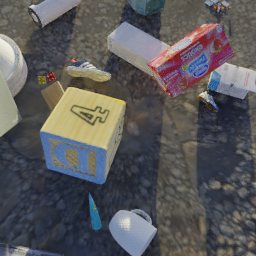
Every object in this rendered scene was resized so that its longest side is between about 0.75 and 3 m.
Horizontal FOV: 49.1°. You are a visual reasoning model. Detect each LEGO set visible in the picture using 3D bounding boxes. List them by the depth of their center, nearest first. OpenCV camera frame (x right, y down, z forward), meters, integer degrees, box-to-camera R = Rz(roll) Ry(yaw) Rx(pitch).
[{"bbox_3d":[4.172,-5.677,12.759,0.796,0.261,1.065,-32,67,-12],"label":"LEGO set"}]

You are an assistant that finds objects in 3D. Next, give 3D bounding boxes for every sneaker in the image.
[{"bbox_3d":[3.020,-0.989,10.238,0.401,0.343,0.910,-36,68,-17],"label":"sneaker"},{"bbox_3d":[-1.446,-2.317,10.754,1.746,0.655,0.738,13,67,7],"label":"sneaker"}]

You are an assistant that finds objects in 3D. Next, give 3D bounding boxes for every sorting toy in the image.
[{"bbox_3d":[-2.624,-1.221,10.087,0.783,0.275,1.625,-26,97,18],"label":"sorting toy"}]

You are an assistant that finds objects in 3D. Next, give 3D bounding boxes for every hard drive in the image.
[{"bbox_3d":[-4.294,-1.067,8.717,0.411,2.500,1.745,-14,19,9],"label":"hard drive"}]

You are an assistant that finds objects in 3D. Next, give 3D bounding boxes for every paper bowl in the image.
[{"bbox_3d":[-5.404,-2.319,10.261,3.004,1.562,3.004,0,61,1],"label":"paper bowl"}]

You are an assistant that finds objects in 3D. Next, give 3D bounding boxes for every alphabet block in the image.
[{"bbox_3d":[-1.277,0.229,8.499,1.910,1.900,1.945,16,49,5],"label":"alphabet block"}]

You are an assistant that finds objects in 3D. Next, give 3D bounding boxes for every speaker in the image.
[{"bbox_3d":[-3.129,-5.370,12.218,2.290,0.930,0.930,-41,70,-19],"label":"speaker"}]

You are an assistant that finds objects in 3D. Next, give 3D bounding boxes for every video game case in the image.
[{"bbox_3d":[-2.958,4.452,6.966,2.010,0.267,2.814,11,50,-2],"label":"video game case"}]

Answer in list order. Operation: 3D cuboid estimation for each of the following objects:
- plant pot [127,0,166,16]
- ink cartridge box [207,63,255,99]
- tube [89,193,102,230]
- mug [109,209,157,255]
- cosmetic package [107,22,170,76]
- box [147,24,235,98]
[{"bbox_3d":[0.909,-5.913,12.182,1.624,1.629,1.659,-18,71,-9],"label":"plant pot"},{"bbox_3d":[3.984,-1.751,10.487,1.761,0.598,1.022,18,64,9],"label":"ink cartridge box"},{"bbox_3d":[-0.967,2.377,7.923,0.271,1.074,0.416,-16,23,-17],"label":"tube"},{"bbox_3d":[0.168,2.832,7.982,1.141,0.961,1.301,32,37,21],"label":"mug"},{"bbox_3d":[0.406,-3.153,11.112,2.267,0.839,1.152,36,68,15],"label":"cosmetic package"},{"bbox_3d":[2.098,-2.310,9.521,2.520,1.256,1.203,-34,23,2],"label":"box"}]
